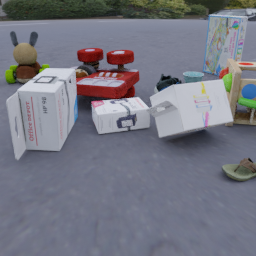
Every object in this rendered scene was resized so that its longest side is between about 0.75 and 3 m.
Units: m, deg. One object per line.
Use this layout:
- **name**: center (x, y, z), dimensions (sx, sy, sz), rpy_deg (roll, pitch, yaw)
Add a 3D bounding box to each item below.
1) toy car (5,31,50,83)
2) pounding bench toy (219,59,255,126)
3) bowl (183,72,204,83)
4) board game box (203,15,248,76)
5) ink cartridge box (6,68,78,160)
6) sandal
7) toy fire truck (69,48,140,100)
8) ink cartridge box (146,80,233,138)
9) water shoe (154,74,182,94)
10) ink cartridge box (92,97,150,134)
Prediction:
- **toy car**: center (-4.199, -2.968, 11.577), dimensions (1.641, 1.998, 1.576), rpy_deg (-3, 26, -8)
- **pounding bench toy**: center (3.492, -0.804, 7.494), dimensions (1.982, 1.578, 2.541), rpy_deg (5, 26, 10)
- **bowl**: center (2.631, -1.987, 11.353), dimensions (0.812, 0.424, 0.812), rpy_deg (1, 25, 0)
- **board game box**: center (4.163, -3.550, 12.216), dimensions (0.431, 2.515, 1.691), rpy_deg (-16, 30, -29)
- **ink cartridge box**: center (-1.919, -0.432, 6.829), dimensions (0.853, 1.481, 2.557), rpy_deg (3, 26, 2)
- **sandal**: center (2.457, 0.760, 5.608), dimensions (1.254, 0.358, 0.498), rpy_deg (-5, 26, -10)
- **toy fire truck**: center (-1.078, -1.631, 9.247), dimensions (2.803, 1.572, 2.354), rpy_deg (9, 27, 21)
- **ink cartridge box**: center (1.422, -0.439, 6.789), dimensions (1.714, 1.073, 1.102), rpy_deg (-10, -6, -25)
- **water shoe**: center (1.389, -1.185, 8.863), dimensions (0.731, 0.807, 2.044), rpy_deg (5, 23, -23)
- **ink cartridge box**: center (-0.213, -0.371, 7.720), dimensions (1.420, 0.599, 1.028), rpy_deg (-7, 26, -14)
